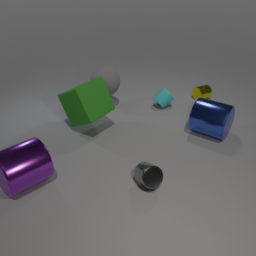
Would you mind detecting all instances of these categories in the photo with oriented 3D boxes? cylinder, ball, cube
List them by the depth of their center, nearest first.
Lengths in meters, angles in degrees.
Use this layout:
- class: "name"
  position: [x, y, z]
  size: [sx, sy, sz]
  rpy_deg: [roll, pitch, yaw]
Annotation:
- class: "cylinder"
  position: [-3.225, 1.164, 8.549]
  size: [1.400, 1.400, 1.400]
  rpy_deg: [-26, 39, -36]
- class: "cylinder"
  position: [0.624, 1.434, 8.579]
  size: [0.700, 0.700, 0.700]
  rpy_deg: [-12, 8, -19]
- class: "cylinder"
  position: [3.321, -0.380, 11.120]
  size: [1.400, 1.400, 1.400]
  rpy_deg: [20, 36, 29]
- class: "cube"
  position: [-1.637, -1.035, 11.120]
  size: [1.400, 1.400, 1.400]
  rpy_deg: [-7, 21, 47]
- class: "ball"
  position: [-1.050, -2.141, 12.796]
  size: [1.400, 1.400, 1.400]
  rpy_deg: [0, 31, 0]
- class: "cylinder"
  position: [1.717, -1.440, 13.327]
  size: [0.700, 0.700, 0.700]
  rpy_deg: [-41, 31, 11]
- class: "cylinder"
  position: [3.748, -1.789, 14.165]
  size: [0.700, 0.700, 0.700]
  rpy_deg: [-15, 34, -23]
